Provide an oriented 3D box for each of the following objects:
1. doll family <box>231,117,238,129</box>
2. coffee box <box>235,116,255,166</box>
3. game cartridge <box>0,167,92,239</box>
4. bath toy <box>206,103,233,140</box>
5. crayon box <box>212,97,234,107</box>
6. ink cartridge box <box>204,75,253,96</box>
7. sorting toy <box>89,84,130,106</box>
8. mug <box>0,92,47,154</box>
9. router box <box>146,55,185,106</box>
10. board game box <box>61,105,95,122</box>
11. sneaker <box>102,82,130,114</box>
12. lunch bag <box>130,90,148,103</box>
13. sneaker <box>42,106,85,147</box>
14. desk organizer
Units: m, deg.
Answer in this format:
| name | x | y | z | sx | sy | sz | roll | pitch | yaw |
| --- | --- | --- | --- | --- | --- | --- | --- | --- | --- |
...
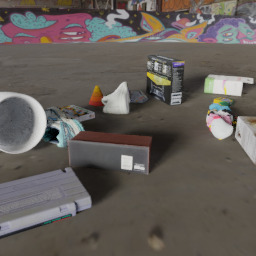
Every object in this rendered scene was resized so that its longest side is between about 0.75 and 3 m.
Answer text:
| name | x | y | z | sx | sy | sz | roll | pitch | yaw |
| --- | --- | --- | --- | --- | --- | --- | --- | --- | --- |
| doll family | 4.131 | -0.200 | 10.468 | 0.502 | 0.341 | 0.869 | 14 | 20 | 40 |
| coffee box | 4.102 | 0.349 | 8.376 | 1.152 | 0.803 | 2.014 | 1 | 22 | 3 |
| game cartridge | -2.090 | 1.550 | 5.945 | 2.309 | 0.443 | 1.497 | -11 | 28 | -25 |
| bath toy | 3.236 | -0.299 | 10.053 | 0.942 | 0.801 | 2.167 | -29 | 10 | 25 |
| crayon box | 4.445 | -1.240 | 13.176 | 0.565 | 0.232 | 0.899 | -20 | 28 | -41 |
| ink cartridge box | 5.427 | -2.295 | 15.063 | 2.351 | 0.791 | 1.377 | 9 | 23 | 22 |
| sorting toy | -0.836 | -1.792 | 13.697 | 0.894 | 0.888 | 2.578 | 19 | 29 | 39 |
| mug | -3.984 | -0.051 | 8.547 | 2.067 | 1.740 | 2.357 | 12 | 55 | 44 |
| router box | 1.744 | -2.420 | 13.722 | 0.671 | 2.021 | 2.570 | -9 | 24 | -21 |
| board game box | -2.218 | -0.597 | 11.493 | 1.522 | 0.263 | 0.961 | 20 | 28 | 41 |
| sneaker | -0.560 | -1.355 | 12.614 | 1.212 | 1.030 | 2.738 | -9 | 22 | 8 |
| lunch bag | 0.509 | -1.541 | 13.564 | 0.828 | 0.526 | 0.702 | 5 | 22 | -5 |
| sneaker | -2.466 | -0.046 | 9.249 | 1.048 | 0.942 | 2.428 | -22 | 30 | -38 |
| desk organizer | -0.451 | 0.626 | 7.740 | 2.191 | 0.786 | 0.844 | 5 | 20 | 12 |
